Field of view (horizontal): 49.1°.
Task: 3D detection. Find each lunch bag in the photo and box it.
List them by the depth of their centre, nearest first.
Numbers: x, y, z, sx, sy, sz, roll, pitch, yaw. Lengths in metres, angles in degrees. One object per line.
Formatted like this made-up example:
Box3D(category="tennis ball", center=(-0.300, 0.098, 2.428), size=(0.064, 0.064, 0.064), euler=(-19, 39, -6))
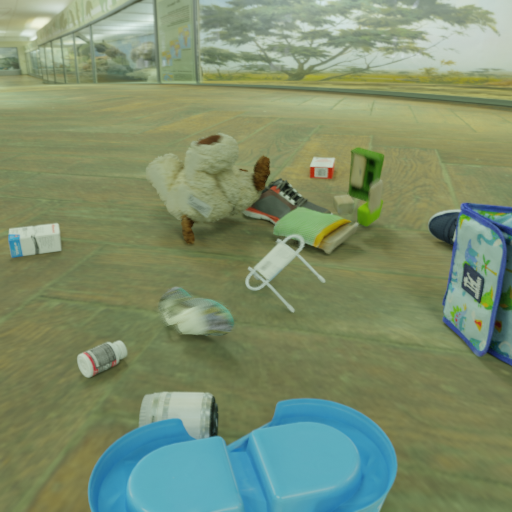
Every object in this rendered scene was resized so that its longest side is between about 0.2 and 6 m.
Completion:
Box3D(category="lunch bag", center=(3.911, 0.461, 8.083), size=(1.549, 2.066, 2.430), euler=(-17, 29, -37))

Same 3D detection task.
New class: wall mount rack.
Box3D(category="wall mount rack", center=(0.496, 0.300, 9.652), size=(1.275, 0.475, 1.107), euler=(-44, 52, -6))

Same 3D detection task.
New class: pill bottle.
Box3D(category="pill bottle", center=(-2.172, 1.441, 7.950), size=(0.351, 0.351, 0.635), euler=(20, 31, 40))

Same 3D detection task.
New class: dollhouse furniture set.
Box3D(category="dollhouse furniture set", center=(1.870, -1.348, 12.693), size=(1.547, 1.195, 3.095), euler=(24, 40, 32))

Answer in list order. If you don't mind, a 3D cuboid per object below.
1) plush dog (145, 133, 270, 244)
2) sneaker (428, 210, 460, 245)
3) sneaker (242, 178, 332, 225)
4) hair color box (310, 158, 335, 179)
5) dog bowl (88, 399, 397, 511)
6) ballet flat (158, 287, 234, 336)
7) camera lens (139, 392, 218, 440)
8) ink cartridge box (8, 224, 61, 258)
Box3D(category="plush dog", center=(-0.885, -1.490, 12.991), size=(2.357, 2.201, 2.744), euler=(-11, 0, -44))
Box3D(category="sneaker", center=(4.557, -0.335, 11.643), size=(2.329, 0.816, 1.263), euler=(19, 27, 33))
Box3D(category="sneaker", center=(0.683, -1.337, 13.730), size=(2.546, 1.042, 0.981), euler=(14, 26, 28))
Box3D(category="hair color box", center=(2.166, -2.869, 18.275), size=(0.727, 0.419, 1.311), euler=(4, 24, 10))
Box3D(category="dog bowl", center=(-0.082, 2.278, 5.457), size=(2.918, 0.723, 1.626), euler=(-6, 23, -13))
Box3D(category="ballet flat", center=(-1.032, 0.948, 8.737), size=(0.646, 0.646, 1.795), euler=(-15, 17, -32))
Box3D(category="camera lens", center=(-0.864, 1.904, 6.414), size=(0.835, 0.668, 0.668), euler=(1, 23, 1))
Box3D(category="ink cartridge box", center=(-4.786, -0.346, 12.151), size=(1.027, 0.433, 0.750), euler=(-8, 24, -18))
